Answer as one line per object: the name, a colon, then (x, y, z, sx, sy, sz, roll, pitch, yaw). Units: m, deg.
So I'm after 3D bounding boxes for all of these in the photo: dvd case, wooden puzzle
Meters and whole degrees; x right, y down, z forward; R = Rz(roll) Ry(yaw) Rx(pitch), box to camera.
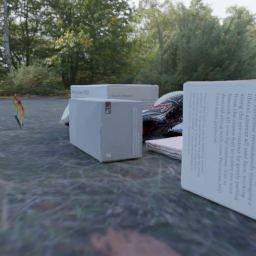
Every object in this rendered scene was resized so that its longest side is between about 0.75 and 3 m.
dvd case: (1.919, 0.100, 9.212, 1.861, 0.229, 2.608, -7, 10, -36)
wooden puzzle: (-4.073, -0.574, 10.513, 0.099, 0.833, 1.405, -3, -32, -6)

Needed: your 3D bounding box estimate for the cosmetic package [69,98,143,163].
cosmetic package: (-0.629, -0.075, 6.597, 1.072, 1.270, 2.377, -4, 10, -29)

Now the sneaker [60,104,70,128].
sneaker: (-1.298, -0.242, 8.408, 1.236, 0.680, 1.688, 23, -17, -17)

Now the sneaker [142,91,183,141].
sneaker: (1.014, -0.234, 8.127, 2.665, 1.074, 0.995, -26, 23, -18)

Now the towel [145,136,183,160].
towel: (1.485, 0.446, 6.453, 1.588, 0.268, 1.662, -5, 9, -31)

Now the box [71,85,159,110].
box: (-0.534, -0.841, 10.830, 2.515, 1.644, 2.502, -6, 10, -40)

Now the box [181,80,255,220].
box: (2.446, 0.197, 3.304, 2.244, 1.567, 2.948, -5, 9, -32)
